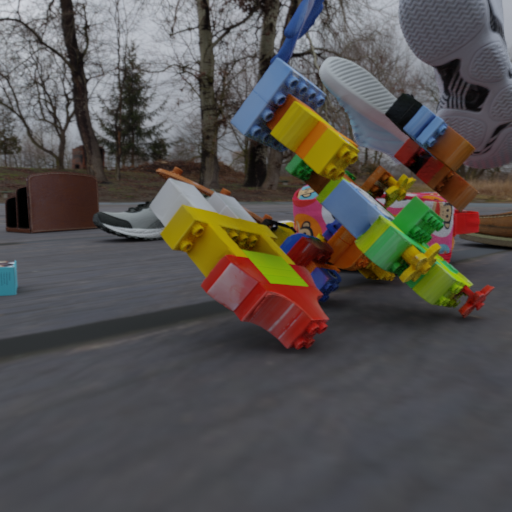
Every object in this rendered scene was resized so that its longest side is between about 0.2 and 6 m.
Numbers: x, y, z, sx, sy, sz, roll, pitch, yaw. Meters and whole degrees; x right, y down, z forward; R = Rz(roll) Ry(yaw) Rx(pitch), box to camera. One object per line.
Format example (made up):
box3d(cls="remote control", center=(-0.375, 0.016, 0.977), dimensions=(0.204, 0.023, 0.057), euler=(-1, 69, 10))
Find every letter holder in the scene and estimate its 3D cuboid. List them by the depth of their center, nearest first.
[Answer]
box3d(cls="letter holder", center=(-5.181, -1.389, 14.321), dimensions=(1.053, 1.488, 2.094), euler=(5, 9, 34))

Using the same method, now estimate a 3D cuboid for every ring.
box3d(cls="ring", center=(-0.826, -1.269, 12.592), dimensions=(3.042, 0.292, 3.042), euler=(27, -2, 1))

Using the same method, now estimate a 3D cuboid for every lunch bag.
box3d(cls="lunch bag", center=(1.889, -0.468, 8.016), dimensions=(2.421, 1.126, 2.749), euler=(2, 7, 18))

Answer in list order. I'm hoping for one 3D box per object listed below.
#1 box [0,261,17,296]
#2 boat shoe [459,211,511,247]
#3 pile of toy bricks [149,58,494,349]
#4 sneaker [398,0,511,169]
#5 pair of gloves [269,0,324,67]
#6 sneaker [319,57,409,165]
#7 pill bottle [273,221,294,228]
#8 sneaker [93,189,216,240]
box3d(cls="box", center=(-3.040, 0.246, 5.548), dimensions=(1.232, 0.303, 0.507), euler=(-3, 7, -21))
box3d(cls="boat shoe", center=(5.233, -0.667, 9.623), dimensions=(3.376, 1.148, 1.215), euler=(6, 9, 39))
box3d(cls="pile of toy bricks", center=(1.121, -0.165, 4.697), dimensions=(1.788, 2.009, 3.622), euler=(48, 20, 26))
box3d(cls="sneaker", center=(2.569, -2.426, 6.578), dimensions=(1.058, 1.619, 2.817), euler=(-6, -39, 36))
box3d(cls="pair of gloves", center=(0.772, -3.676, 8.818), dimensions=(0.254, 1.793, 2.231), euler=(29, 18, -3))
box3d(cls="sneaker", center=(1.509, -1.846, 7.624), dimensions=(1.964, 0.726, 0.805), euler=(33, -44, -18))
box3d(cls="pill bottle", center=(0.532, -0.408, 10.366), dimensions=(0.472, 0.472, 0.850), euler=(3, 7, 27))
box3d(cls="sneaker", center=(-2.037, -0.905, 11.848), dimensions=(2.854, 1.132, 1.055), euler=(-6, 10, -31))
